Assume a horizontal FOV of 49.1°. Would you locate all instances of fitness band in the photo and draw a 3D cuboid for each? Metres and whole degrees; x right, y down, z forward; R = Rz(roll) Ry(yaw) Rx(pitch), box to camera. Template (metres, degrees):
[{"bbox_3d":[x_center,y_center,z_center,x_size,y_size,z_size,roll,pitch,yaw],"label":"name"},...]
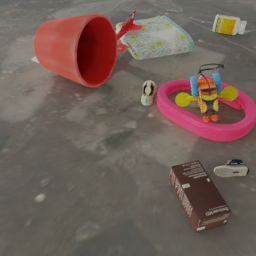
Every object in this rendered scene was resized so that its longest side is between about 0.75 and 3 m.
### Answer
[{"bbox_3d":[2.269,-0.701,8.303,2.974,0.557,2.136,32,51,33],"label":"fitness band"}]

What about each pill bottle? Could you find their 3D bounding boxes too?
[{"bbox_3d":[4.573,-4.612,12.588,1.329,0.749,0.749,16,44,17],"label":"pill bottle"}]

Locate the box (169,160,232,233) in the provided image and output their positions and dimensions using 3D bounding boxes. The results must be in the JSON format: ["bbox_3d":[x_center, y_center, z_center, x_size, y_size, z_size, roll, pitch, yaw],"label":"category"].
[{"bbox_3d":[1.466,1.400,5.939,0.710,0.531,1.418,-11,44,-13],"label":"box"}]

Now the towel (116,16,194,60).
[{"bbox_3d":[1.017,-3.802,11.747,2.484,0.699,2.902,-16,44,-13],"label":"towel"}]

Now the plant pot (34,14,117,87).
[{"bbox_3d":[-1.804,-2.642,9.370,2.069,2.338,2.338,15,43,26],"label":"plant pot"}]

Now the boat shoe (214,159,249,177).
[{"bbox_3d":[2.410,0.938,6.668,0.822,0.307,0.381,3,32,-4],"label":"boat shoe"}]

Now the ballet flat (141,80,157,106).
[{"bbox_3d":[0.694,-1.253,9.005,0.474,0.438,1.406,4,41,4],"label":"ballet flat"}]

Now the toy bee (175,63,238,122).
[{"bbox_3d":[2.070,-0.826,7.680,1.603,1.331,2.450,-6,0,31],"label":"toy bee"}]

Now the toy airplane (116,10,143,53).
[{"bbox_3d":[-0.577,-3.584,11.097,2.809,0.517,2.809,-16,49,19],"label":"toy airplane"}]

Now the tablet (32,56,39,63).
[{"bbox_3d":[-2.841,-2.667,10.867,1.545,0.105,1.005,21,46,23],"label":"tablet"}]
